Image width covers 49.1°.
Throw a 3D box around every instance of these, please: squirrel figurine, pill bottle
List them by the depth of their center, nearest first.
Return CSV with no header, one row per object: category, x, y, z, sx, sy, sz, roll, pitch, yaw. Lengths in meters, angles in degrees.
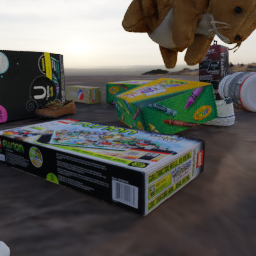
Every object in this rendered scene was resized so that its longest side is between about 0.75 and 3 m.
squirrel figurine,1.655,-2.667,5.812,2.492,2.670,1.890,5,-24,45
pill bottle,4.320,-1.392,10.327,1.338,1.338,2.309,-1,12,-4

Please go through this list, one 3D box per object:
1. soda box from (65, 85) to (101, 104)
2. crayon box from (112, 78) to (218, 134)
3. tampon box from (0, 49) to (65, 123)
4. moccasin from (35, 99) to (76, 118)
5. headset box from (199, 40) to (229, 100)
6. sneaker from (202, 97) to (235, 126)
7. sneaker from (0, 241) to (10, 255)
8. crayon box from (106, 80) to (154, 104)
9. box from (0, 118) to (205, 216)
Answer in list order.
soda box,-1.997,-1.495,12.320,0.625,0.661,1.952,-12,17,-42
crayon box,0.741,-0.595,7.036,1.660,0.814,2.795,-19,16,-11
tampon box,-3.479,-1.353,8.626,1.666,1.978,2.640,8,15,32
moccasin,-2.182,-0.621,8.590,0.550,0.581,1.504,10,16,37
headset box,4.056,-2.722,13.103,1.030,2.666,1.984,2,11,30
sneaker,1.868,-0.570,7.828,2.226,0.788,0.813,6,14,36
sneaker,-1.446,0.924,2.025,1.087,0.437,0.415,-2,11,-14
crayon box,0.519,-1.614,12.351,1.774,0.870,2.986,6,14,26
box,-0.537,0.363,4.324,2.961,0.514,1.630,9,15,35
